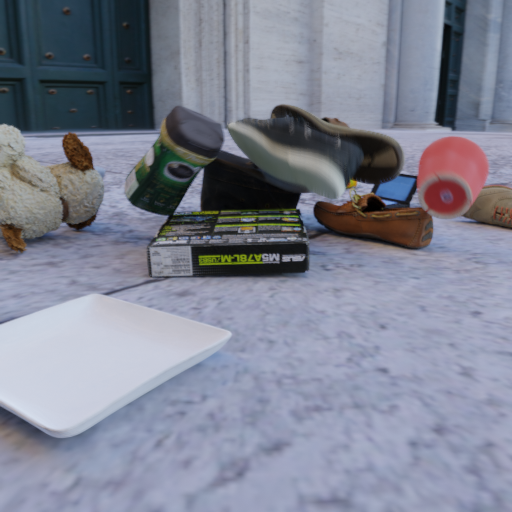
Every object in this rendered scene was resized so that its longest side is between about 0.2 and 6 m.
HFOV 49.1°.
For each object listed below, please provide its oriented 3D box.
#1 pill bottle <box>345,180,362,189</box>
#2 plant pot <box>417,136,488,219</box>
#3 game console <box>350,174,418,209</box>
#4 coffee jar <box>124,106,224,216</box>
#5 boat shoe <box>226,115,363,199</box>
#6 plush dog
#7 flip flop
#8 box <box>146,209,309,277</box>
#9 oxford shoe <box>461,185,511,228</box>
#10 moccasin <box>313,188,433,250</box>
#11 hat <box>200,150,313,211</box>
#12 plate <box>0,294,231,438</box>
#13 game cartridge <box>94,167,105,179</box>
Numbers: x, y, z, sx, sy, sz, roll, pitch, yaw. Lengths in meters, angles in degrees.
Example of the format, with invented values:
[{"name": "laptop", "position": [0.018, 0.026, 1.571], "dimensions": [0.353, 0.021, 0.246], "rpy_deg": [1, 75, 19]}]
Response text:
[{"name": "pill bottle", "position": [2.864, -2.221, 16.912], "dimensions": [0.642, 0.357, 0.357], "rpy_deg": [-7, 18, -25]}, {"name": "plant pot", "position": [3.336, -1.275, 9.675], "dimensions": [1.239, 1.239, 1.096], "rpy_deg": [7, 37, 23]}, {"name": "game console", "position": [3.226, -1.639, 14.089], "dimensions": [1.198, 0.793, 1.362], "rpy_deg": [-11, 19, -34]}, {"name": "coffee jar", "position": [-1.428, -1.635, 9.723], "dimensions": [1.043, 2.001, 0.854], "rpy_deg": [17, 45, -33]}, {"name": "boat shoe", "position": [0.625, -1.883, 9.433], "dimensions": [0.944, 1.064, 2.847], "rpy_deg": [-47, 42, -10]}, {"name": "plush dog", "position": [-3.922, -1.134, 10.639], "dimensions": [2.148, 2.501, 2.006], "rpy_deg": [-21, 58, -30]}, {"name": "flip flop", "position": [1.641, -2.366, 11.744], "dimensions": [3.238, 1.313, 0.932], "rpy_deg": [21, 33, 30]}, {"name": "box", "position": [-0.412, -0.288, 9.624], "dimensions": [2.524, 0.600, 2.438], "rpy_deg": [-2, 15, 1]}, {"name": "oxford shoe", "position": [5.319, -0.985, 11.792], "dimensions": [2.360, 0.831, 0.882], "rpy_deg": [5, 22, 22]}, {"name": "moccasin", "position": [2.190, -0.825, 10.857], "dimensions": [0.938, 0.990, 2.564], "rpy_deg": [-13, 20, -38]}, {"name": "hat", "position": [-0.198, -1.305, 11.753], "dimensions": [3.605, 1.454, 3.605], "rpy_deg": [16, 15, -5]}, {"name": "plate", "position": [-1.729, 1.016, 5.581], "dimensions": [2.193, 0.355, 2.198], "rpy_deg": [12, 19, 32]}, {"name": "game cartridge", "position": [-3.735, -1.399, 11.889], "dimensions": [0.231, 1.141, 0.760], "rpy_deg": [44, 24, 19]}]
